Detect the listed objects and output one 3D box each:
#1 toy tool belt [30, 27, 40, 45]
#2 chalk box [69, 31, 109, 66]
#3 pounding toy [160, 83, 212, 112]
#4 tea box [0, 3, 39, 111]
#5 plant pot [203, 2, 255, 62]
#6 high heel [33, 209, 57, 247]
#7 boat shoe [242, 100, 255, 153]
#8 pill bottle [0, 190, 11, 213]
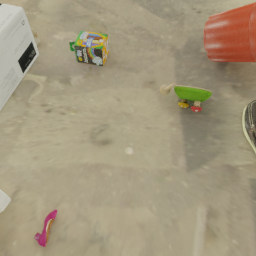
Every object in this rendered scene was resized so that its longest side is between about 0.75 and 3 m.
[{"bbox_3d":[-3.549,-3.110,9.267,1.163,0.714,0.726,14,57,9],"label":"toy tool belt"},{"bbox_3d":[-1.263,-2.544,8.884,1.171,0.731,0.726,12,57,6],"label":"chalk box"},{"bbox_3d":[1.597,-0.802,7.705,1.343,1.037,0.623,9,94,-15],"label":"pounding toy"},{"bbox_3d":[-4.466,-2.151,7.985,2.599,1.765,2.641,13,57,10],"label":"tea box"},{"bbox_3d":[3.352,-2.709,8.164,1.851,1.904,1.904,5,50,41],"label":"plant pot"},{"bbox_3d":[-1.681,2.144,6.020,0.363,0.255,0.757,24,64,27],"label":"high heel"},{"bbox_3d":[3.551,0.332,6.841,1.001,0.921,2.801,2,56,2],"label":"boat shoe"},{"bbox_3d":[-3.455,2.088,5.453,1.293,1.293,2.304,26,60,16],"label":"pill bottle"}]
